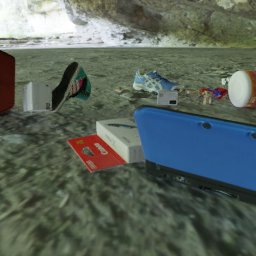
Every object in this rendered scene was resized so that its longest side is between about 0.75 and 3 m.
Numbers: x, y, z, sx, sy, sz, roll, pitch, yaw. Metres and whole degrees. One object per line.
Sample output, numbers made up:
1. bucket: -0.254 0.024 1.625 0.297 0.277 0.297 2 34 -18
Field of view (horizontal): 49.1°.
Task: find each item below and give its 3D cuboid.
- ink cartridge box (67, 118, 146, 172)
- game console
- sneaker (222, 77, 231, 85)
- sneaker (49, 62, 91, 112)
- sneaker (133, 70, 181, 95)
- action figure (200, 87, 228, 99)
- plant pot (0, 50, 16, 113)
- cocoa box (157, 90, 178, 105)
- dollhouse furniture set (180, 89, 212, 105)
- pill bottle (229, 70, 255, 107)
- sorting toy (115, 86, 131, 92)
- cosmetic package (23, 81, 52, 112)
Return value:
1. ink cartridge box: -0.422 0.330 7.305 1.878 0.477 2.132 -9 21 -25
2. game console: 1.891 0.314 5.234 2.987 1.767 2.550 14 24 23
3. sneaker: 5.787 -2.568 15.364 0.742 0.455 1.140 -15 13 -15
4. sneaker: -2.195 -1.351 11.078 0.918 2.195 1.325 13 -20 39
5. sneaker: 1.336 -2.226 13.621 2.616 1.008 0.991 15 23 32
6. action figure: 3.951 -1.565 12.584 1.967 0.508 0.644 -12 28 -43
7. plant pot: -5.732 -1.772 10.082 2.894 2.891 2.550 14 14 34
8. cocoa box: 1.646 -1.276 11.642 0.822 0.548 0.539 2 20 7
9. dollhouse furniture set: 2.757 -1.257 11.471 1.116 0.545 0.952 2 14 -1
10. pill bottle: 5.544 -1.601 11.239 2.570 1.442 1.442 -3 20 -9
11. sorting toy: -0.310 -1.971 14.209 0.628 0.125 0.850 -12 23 -30
12. cosmetic package: -3.041 -1.003 9.314 0.659 0.905 1.780 -2 1 -27
